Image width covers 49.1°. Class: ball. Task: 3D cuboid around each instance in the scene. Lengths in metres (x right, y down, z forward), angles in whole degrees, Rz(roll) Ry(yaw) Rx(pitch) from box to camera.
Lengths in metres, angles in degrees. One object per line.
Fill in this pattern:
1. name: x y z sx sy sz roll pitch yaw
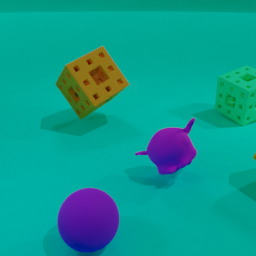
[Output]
1. ball: -0.621 1.444 4.439 0.974 0.974 0.974 0 25 0

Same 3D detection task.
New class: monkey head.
1. monkey head: 0.982 0.453 6.145 1.567 0.945 1.128 -34 -13 23

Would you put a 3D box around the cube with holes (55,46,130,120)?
1. cube with holes: -1.122 -1.344 8.591 1.390 1.390 1.390 -37 4 -29

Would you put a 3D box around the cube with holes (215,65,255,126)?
1. cube with holes: 3.800 -1.086 9.132 1.262 1.262 1.262 -22 39 -19

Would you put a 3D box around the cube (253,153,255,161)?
1. cube: 3.398 0.602 5.668 1.001 1.001 1.001 31 6 -40
